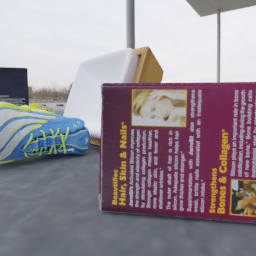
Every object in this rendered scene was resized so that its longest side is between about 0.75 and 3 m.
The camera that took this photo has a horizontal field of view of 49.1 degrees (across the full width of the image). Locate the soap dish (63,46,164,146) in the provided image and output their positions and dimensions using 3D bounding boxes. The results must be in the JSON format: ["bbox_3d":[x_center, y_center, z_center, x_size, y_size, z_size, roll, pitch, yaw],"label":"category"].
[{"bbox_3d":[-0.419,-0.582,6.168,1.030,1.995,2.535,19,-7,-34],"label":"soap dish"}]

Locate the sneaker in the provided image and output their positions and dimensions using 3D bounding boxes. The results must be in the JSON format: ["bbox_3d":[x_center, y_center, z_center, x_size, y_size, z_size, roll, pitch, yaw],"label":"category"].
[{"bbox_3d":[-1.279,0.047,4.352,1.219,0.879,2.320,1,4,7],"label":"sneaker"}]

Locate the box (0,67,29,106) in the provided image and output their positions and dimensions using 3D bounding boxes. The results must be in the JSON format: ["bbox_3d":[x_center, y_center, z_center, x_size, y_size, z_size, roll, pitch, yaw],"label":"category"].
[{"bbox_3d":[-5.393,-1.489,13.153,1.444,2.460,2.419,-2,5,-20],"label":"box"}]

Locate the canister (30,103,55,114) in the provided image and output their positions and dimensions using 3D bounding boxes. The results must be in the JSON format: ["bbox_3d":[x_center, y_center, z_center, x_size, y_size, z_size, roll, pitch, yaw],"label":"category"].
[{"bbox_3d":[-2.756,-0.479,9.070,0.325,0.558,0.751,-41,-31,26],"label":"canister"}]

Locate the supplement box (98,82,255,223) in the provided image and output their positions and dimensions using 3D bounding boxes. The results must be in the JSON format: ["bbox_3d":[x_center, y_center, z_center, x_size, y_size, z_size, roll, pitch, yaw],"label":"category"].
[{"bbox_3d":[0.734,0.147,2.316,1.825,1.007,0.782,1,4,12],"label":"supplement box"}]
